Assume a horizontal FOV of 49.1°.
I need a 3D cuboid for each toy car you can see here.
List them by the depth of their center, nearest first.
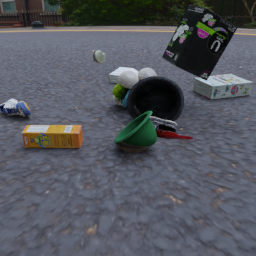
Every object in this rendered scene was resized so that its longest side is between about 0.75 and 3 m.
[{"bbox_3d":[0.388,-1.459,11.811,2.021,1.769,1.516,-13,64,-25],"label":"toy car"}]

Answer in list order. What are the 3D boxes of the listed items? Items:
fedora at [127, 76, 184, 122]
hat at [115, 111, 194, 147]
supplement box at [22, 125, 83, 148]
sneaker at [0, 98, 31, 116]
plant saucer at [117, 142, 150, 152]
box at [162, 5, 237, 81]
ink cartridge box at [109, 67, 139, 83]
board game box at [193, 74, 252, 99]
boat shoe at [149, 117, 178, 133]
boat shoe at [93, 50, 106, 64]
[{"bbox_3d":[1.054,-0.945,10.687,2.118,2.118,0.967,3,-5,7],"label":"fedora"},{"bbox_3d":[0.687,0.463,8.661,1.752,1.542,1.451,-31,15,46],"label":"hat"},{"bbox_3d":[-2.385,0.273,8.931,1.789,0.595,0.615,1,28,2],"label":"supplement box"},{"bbox_3d":[-4.496,-0.701,11.124,1.707,0.642,0.752,14,36,44],"label":"sneaker"},{"bbox_3d":[0.196,0.480,8.968,1.166,0.187,1.166,0,24,0],"label":"plant saucer"},{"bbox_3d":[2.870,-3.470,11.505,1.753,2.360,1.467,18,21,-26],"label":"box"},{"bbox_3d":[0.284,-2.953,15.884,2.260,0.534,1.809,7,26,18],"label":"ink cartridge box"},{"bbox_3d":[4.601,-2.060,13.771,2.248,0.723,1.659,-9,27,-16],"label":"board game box"},{"bbox_3d":[0.999,-0.057,9.724,1.456,0.529,0.457,6,22,3],"label":"boat shoe"},{"bbox_3d":[-0.894,-2.109,8.312,0.306,0.367,0.983,6,14,5],"label":"boat shoe"}]
